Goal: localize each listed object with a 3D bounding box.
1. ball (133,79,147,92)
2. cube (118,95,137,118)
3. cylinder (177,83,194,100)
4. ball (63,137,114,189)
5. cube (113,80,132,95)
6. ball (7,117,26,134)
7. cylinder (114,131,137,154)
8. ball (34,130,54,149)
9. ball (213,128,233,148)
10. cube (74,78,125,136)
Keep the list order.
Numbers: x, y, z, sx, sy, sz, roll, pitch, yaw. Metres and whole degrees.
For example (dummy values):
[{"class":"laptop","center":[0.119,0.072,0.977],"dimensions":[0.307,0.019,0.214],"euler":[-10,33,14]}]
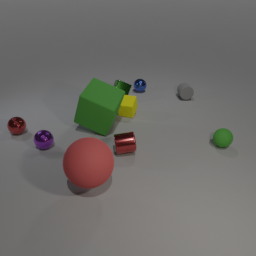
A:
[{"class":"ball","center":[0.641,-2.278,14.942],"dimensions":[0.700,0.700,0.700],"euler":[0,29,0]},{"class":"cube","center":[-0.023,-0.966,12.377],"dimensions":[0.700,0.700,0.700],"euler":[9,51,15]},{"class":"cylinder","center":[2.894,-1.864,14.160],"dimensions":[0.700,0.700,0.700],"euler":[-2,25,-3]},{"class":"ball","center":[-1.081,0.954,7.713],"dimensions":[1.400,1.400,1.400],"euler":[0,29,0]},{"class":"cube","center":[-0.339,-1.914,13.767],"dimensions":[0.700,0.700,0.700],"euler":[19,4,-19]},{"class":"ball","center":[-4.373,-0.099,11.016],"dimensions":[0.700,0.700,0.700],"euler":[0,29,0]},{"class":"cylinder","center":[-0.098,0.515,9.714],"dimensions":[0.700,0.700,0.700],"euler":[-9,29,-2]},{"class":"ball","center":[-3.040,0.414,10.110],"dimensions":[0.700,0.700,0.700],"euler":[0,29,0]},{"class":"ball","center":[3.436,0.356,10.135],"dimensions":[0.700,0.700,0.700],"euler":[0,29,0]},{"class":"cube","center":[-1.112,-0.836,10.963],"dimensions":[1.400,1.400,1.400],"euler":[24,42,1]}]
